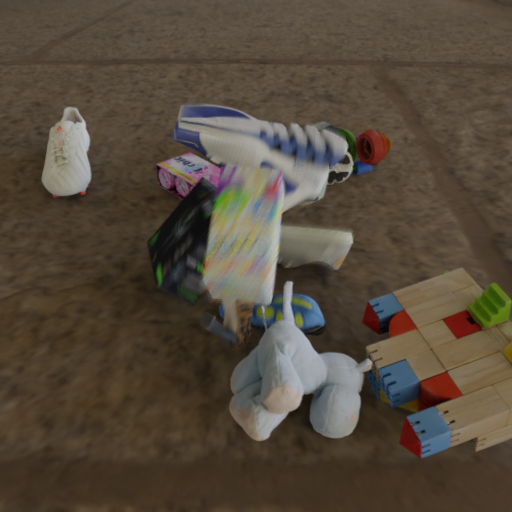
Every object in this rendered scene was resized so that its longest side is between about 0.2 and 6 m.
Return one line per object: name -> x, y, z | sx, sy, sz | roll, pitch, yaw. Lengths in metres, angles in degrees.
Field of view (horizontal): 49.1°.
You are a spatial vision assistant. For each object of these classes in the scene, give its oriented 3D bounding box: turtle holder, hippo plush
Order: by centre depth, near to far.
hippo plush -> 0.646, 1.814, 8.007 | 1.619, 1.604, 2.014 | 24, 47, -18
turtle holder -> 0.991, -1.713, 11.622 | 0.968, 1.364, 1.036 | 12, -4, 1

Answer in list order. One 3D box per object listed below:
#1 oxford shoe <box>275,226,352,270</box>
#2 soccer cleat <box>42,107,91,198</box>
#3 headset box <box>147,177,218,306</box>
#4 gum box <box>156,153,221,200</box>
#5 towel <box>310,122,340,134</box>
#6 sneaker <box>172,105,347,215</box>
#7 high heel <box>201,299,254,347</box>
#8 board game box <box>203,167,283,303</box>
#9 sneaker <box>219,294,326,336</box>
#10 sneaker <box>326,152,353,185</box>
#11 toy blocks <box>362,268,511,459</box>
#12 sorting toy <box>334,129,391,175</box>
oxford shoe -> 0.437, -0.203, 11.018 | 2.849, 0.823, 1.071 | 7, 5, 13
soccer cleat -> -4.766, -2.612, 14.038 | 1.169, 1.309, 3.375 | -6, 36, -9
headset box -> -1.123, -0.241, 10.264 | 0.858, 1.849, 1.610 | 34, 17, -32
gum box -> -1.449, -1.797, 13.475 | 1.037, 0.604, 1.827 | -27, 43, -34
towel -> 1.987, -3.525, 16.355 | 1.206, 0.216, 1.252 | 32, 44, 33
sneaker -> -0.046, -1.552, 10.197 | 3.107, 1.794, 1.255 | 11, 27, -8
high heel -> -0.118, 0.688, 8.700 | 0.539, 1.076, 1.510 | 32, 83, 41
board game box -> -0.143, -0.284, 7.839 | 0.875, 0.860, 1.669 | 5, 69, 7
sneaker -> 0.221, 0.992, 9.402 | 2.133, 0.884, 0.756 | 7, 62, 39
sneaker -> 1.023, -2.322, 14.156 | 2.739, 1.104, 1.143 | 5, 19, -8
toy blocks -> 2.642, 1.561, 8.161 | 2.218, 1.622, 3.245 | -18, 42, -5
sorting toy -> 2.800, -2.726, 14.380 | 0.783, 1.146, 1.908 | -17, 20, -23
